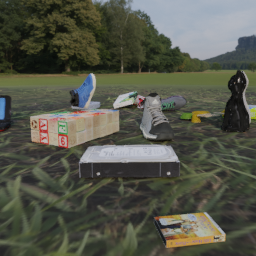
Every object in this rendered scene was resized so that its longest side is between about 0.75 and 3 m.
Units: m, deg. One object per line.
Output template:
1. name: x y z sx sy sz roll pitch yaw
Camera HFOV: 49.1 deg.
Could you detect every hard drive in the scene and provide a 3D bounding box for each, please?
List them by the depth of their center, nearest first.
1. hard drive: 0.037 0.719 6.401 2.091 0.396 1.461 -1 9 2

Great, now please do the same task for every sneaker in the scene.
1. sneaker: -1.573 -1.255 9.468 0.715 1.285 0.493 1 38 -34
2. sneaker: 0.909 -0.459 9.642 0.951 1.464 2.536 -3 11 -12
3. sneaker: 2.086 -1.194 15.528 2.285 0.850 1.000 -6 22 17
4. sneaker: 0.633 -1.652 17.562 1.990 0.709 1.119 11 12 36

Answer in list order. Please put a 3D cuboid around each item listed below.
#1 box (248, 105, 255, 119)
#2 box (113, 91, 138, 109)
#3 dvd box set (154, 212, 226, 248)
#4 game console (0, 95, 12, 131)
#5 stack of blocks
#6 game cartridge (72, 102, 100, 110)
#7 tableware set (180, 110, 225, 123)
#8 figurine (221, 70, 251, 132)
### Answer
1. box: 6.071 -0.766 13.602 1.374 0.537 2.253 -11 15 -41
2. box: -0.129 -1.767 17.402 1.244 0.313 1.724 -13 23 17
3. dvd box set: 0.825 1.386 3.857 0.811 0.119 0.593 -2 12 -9
4. game console: -5.744 -0.581 10.846 2.089 1.240 1.801 -3 11 -10
5. stack of blocks: -1.695 -0.110 9.560 1.582 0.805 2.747 7 13 31
6. game cartridge: -2.445 -1.353 17.029 1.243 0.382 1.867 0 11 17
7. tableware set: 3.882 -0.539 12.953 2.771 0.425 1.867 -8 11 -30
8. figurine: 4.379 -1.142 11.067 0.992 2.248 2.304 5 12 25
